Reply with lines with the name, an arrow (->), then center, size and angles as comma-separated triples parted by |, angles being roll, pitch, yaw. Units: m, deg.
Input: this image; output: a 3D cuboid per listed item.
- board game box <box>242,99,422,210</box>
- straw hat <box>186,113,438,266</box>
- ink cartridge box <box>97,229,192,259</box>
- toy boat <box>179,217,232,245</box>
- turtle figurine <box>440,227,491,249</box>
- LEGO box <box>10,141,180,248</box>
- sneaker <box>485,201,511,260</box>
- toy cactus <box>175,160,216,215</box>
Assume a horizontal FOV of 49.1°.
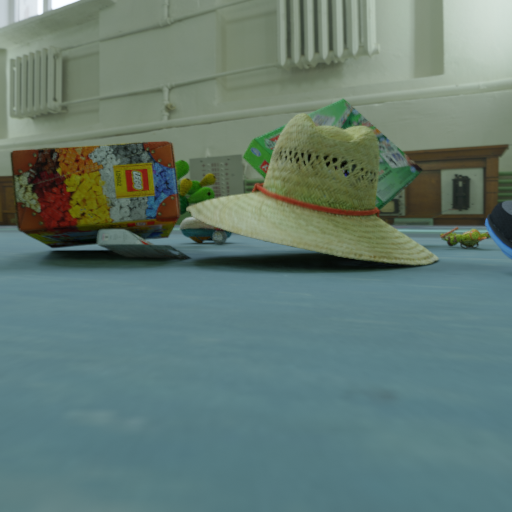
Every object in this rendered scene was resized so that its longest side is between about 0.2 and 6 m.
board game box -> 2.036, -2.227, 13.574 | 4.354, 2.930, 0.634 | -35, -14, -46
straw hat -> 1.042, -1.223, 8.779 | 4.356, 1.843, 4.356 | 10, 9, -2
ink cartridge box -> -1.707, -0.182, 8.718 | 1.184, 0.338, 0.962 | -3, -13, 15
toy boat -> -1.166, -0.612, 14.192 | 1.415, 0.782, 1.684 | 3, -5, -24
turtle figurine -> 4.567, -0.390, 11.857 | 1.472, 0.474, 1.187 | -12, -6, 4
LEGO box -> -2.700, -0.963, 9.936 | 2.411, 1.249, 3.238 | -6, -2, -12
sneaker -> 3.705, -0.405, 5.666 | 1.149, 1.342, 3.240 | 0, 4, -17
toy cactus -> -2.367, -1.283, 13.508 | 2.929, 2.417, 1.498 | 22, -23, 24
